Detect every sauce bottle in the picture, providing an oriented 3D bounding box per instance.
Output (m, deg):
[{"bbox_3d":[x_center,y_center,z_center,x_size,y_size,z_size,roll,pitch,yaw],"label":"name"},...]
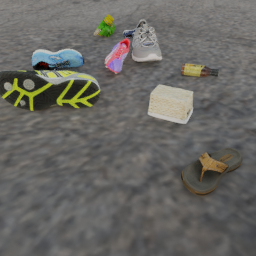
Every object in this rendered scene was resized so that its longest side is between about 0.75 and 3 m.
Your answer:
[{"bbox_3d":[2.493,-1.980,9.712,1.264,0.417,0.417,9,36,11],"label":"sauce bottle"}]

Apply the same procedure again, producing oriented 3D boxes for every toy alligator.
[{"bbox_3d":[-1.041,-4.700,13.389,0.765,0.836,2.819,37,30,-18],"label":"toy alligator"}]

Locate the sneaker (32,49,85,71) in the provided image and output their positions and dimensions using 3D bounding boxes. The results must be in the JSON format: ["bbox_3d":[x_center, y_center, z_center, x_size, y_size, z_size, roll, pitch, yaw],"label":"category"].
[{"bbox_3d":[-2.521,-2.300,10.105,1.917,0.752,0.862,-2,54,3],"label":"sneaker"}]

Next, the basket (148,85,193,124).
[{"bbox_3d":[1.170,-0.671,7.566,1.104,0.681,0.748,16,38,21],"label":"basket"}]

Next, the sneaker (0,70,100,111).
[{"bbox_3d":[-2.275,-1.155,8.103,2.895,1.091,1.106,6,27,-10],"label":"sneaker"}]

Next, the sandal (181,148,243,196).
[{"bbox_3d":[1.753,0.743,5.653,1.777,0.485,0.726,-21,44,-31],"label":"sandal"}]

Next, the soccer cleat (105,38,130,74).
[{"bbox_3d":[-0.335,-2.662,10.178,0.673,0.772,2.019,32,33,-12],"label":"soccer cleat"}]

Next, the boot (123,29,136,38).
[{"bbox_3d":[0.295,-4.530,13.489,1.018,0.370,0.460,-12,43,-4],"label":"boot"}]

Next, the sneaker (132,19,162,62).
[{"bbox_3d":[0.632,-3.497,11.178,1.100,1.207,2.943,-6,35,-8],"label":"sneaker"}]
